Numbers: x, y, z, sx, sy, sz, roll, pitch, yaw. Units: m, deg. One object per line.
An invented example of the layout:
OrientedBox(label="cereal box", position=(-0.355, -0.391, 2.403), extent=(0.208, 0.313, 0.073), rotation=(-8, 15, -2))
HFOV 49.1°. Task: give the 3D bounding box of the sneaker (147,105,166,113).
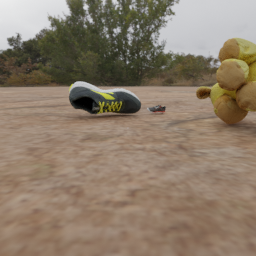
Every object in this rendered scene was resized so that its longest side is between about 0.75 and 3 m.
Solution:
OrientedBox(label="sneaker", position=(1.179, -0.823, 11.413), extent=(0.835, 0.342, 0.322), rotation=(-1, 38, -27))

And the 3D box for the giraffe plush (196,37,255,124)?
OrientedBox(label="giraffe plush", position=(3.398, -1.184, 8.602), extent=(2.985, 2.576, 2.421), rotation=(-47, -3, -37))

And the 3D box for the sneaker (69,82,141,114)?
OrientedBox(label="sneaker", position=(-0.901, -0.881, 10.586), extent=(2.827, 1.053, 1.196), rotation=(9, 36, -5))
